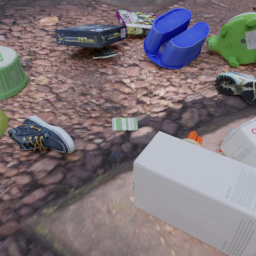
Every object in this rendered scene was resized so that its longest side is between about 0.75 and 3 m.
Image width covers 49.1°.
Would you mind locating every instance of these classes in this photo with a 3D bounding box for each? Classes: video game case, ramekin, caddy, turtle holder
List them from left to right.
[{"bbox_3d":[-4.993,-2.057,10.257,2.338,1.142,2.338,0,41,0],"label":"ramekin"},{"bbox_3d":[0.726,-5.415,14.461,2.295,0.453,2.532,0,39,-16],"label":"video game case"},{"bbox_3d":[2.019,-3.703,11.919,2.100,1.559,2.970,43,58,14],"label":"caddy"},{"bbox_3d":[4.762,-3.652,11.766,2.001,2.634,1.870,48,46,-4],"label":"turtle holder"}]

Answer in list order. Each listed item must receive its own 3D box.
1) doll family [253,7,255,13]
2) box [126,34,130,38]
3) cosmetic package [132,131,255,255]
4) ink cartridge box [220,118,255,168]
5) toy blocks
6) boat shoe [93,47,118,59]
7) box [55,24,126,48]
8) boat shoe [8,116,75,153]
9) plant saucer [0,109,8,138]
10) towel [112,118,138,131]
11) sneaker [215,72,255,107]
[{"bbox_3d":[7.658,-6.592,16.095,0.701,0.476,1.213,-26,50,-34],"label":"doll family"},{"bbox_3d":[-0.332,-4.844,14.182,0.921,0.277,0.537,14,43,15],"label":"box"},{"bbox_3d":[1.630,1.431,5.880,2.931,1.577,1.243,24,46,23],"label":"cosmetic package"},{"bbox_3d":[3.659,0.834,6.413,1.806,1.051,2.479,-23,64,-25],"label":"ink cartridge box"},{"bbox_3d":[2.213,0.580,7.514,1.672,0.728,2.006,21,45,22],"label":"toy blocks"},{"bbox_3d":[-0.997,-3.186,11.767,0.511,0.454,1.368,-22,21,-37],"label":"boat shoe"},{"bbox_3d":[-1.536,-4.067,12.218,2.094,0.677,2.656,10,27,22],"label":"box"},{"bbox_3d":[-2.439,0.363,7.827,2.077,0.735,0.943,23,46,35],"label":"boat shoe"},{"bbox_3d":[-5.103,-0.067,8.516,2.667,0.414,2.667,-1,41,0],"label":"plant saucer"},{"bbox_3d":[-0.098,-0.112,8.816,0.791,0.093,0.604,-1,41,-3],"label":"towel"},{"bbox_3d":[4.326,-1.482,9.809,2.341,0.909,1.011,32,47,32],"label":"sneaker"}]
